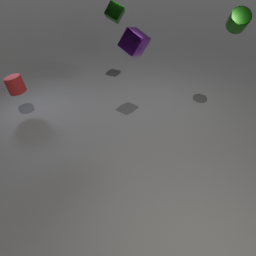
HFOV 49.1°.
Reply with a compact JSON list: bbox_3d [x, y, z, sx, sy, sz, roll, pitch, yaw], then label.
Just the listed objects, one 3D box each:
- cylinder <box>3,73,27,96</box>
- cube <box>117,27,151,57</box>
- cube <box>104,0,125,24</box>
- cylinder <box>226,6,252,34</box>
[{"bbox_3d":[-4.584,-1.758,11.387,0.700,0.700,0.700,-10,32,6],"label":"cylinder"},{"bbox_3d":[0.212,-2.877,9.374,0.700,0.700,0.700,41,31,10],"label":"cube"},{"bbox_3d":[-0.611,-5.335,12.896,0.700,0.700,0.700,30,8,-2],"label":"cube"},{"bbox_3d":[3.826,-3.727,9.700,0.700,0.700,0.700,3,-6,4],"label":"cylinder"}]
